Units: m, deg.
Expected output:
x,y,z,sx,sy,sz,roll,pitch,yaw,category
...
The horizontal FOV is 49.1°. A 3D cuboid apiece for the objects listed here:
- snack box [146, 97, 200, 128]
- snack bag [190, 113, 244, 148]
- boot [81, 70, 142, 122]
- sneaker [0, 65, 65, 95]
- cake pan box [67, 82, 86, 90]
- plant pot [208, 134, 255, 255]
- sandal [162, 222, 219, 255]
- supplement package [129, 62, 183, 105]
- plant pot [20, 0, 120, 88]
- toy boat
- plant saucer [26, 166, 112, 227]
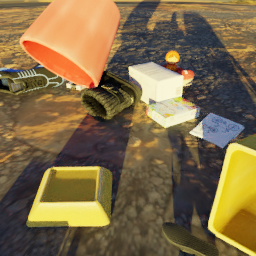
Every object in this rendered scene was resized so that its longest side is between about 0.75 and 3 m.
x,y,z,sx,sy,sz,roll,pitch,yaw,category
1.568,-0.585,9.735,1.532,0.406,1.089,-17,34,-27,snack box
2.443,0.066,7.678,1.062,0.121,1.126,28,52,34,snack bag
-1.087,-1.284,10.313,2.753,1.036,2.059,22,37,32,boot
-4.118,-1.891,11.547,2.990,1.048,1.165,-3,39,0,sneaker
-2.167,-1.909,12.253,0.747,0.212,0.811,14,32,27,cake pan box
3.029,1.186,5.243,1.991,1.978,2.036,24,31,36,plant pot
1.104,2.154,5.182,1.120,0.268,0.421,26,36,17,sandal
1.025,-1.695,10.892,1.128,1.171,2.059,-17,34,-25,supplement package
-1.763,-3.234,9.694,2.979,2.979,2.636,20,79,31,plant pot
1.919,-2.628,12.236,1.451,1.454,2.224,-13,32,-22,toy boat
-1.234,1.393,6.297,1.720,0.417,1.720,0,30,-2,plant saucer
